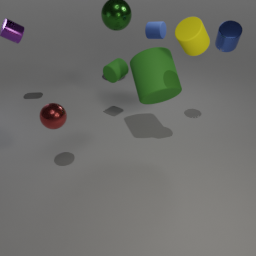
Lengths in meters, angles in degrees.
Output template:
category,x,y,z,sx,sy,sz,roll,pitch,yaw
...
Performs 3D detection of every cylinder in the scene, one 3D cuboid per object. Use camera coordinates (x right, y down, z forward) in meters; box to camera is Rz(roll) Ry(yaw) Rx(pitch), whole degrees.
category,x,y,z,sx,sy,sz,roll,pitch,yaw
cylinder,-0.453,-2.136,10.398,0.700,0.700,0.700,23,48,33
cylinder,1.633,-2.307,7.089,0.700,0.700,0.700,27,-4,37
cylinder,1.198,-4.199,12.051,0.700,0.700,0.700,10,32,29
cylinder,0.888,-1.659,9.090,1.400,1.400,1.400,-13,-12,-3
cylinder,-4.428,-3.693,10.691,0.700,0.700,0.700,19,17,-36
cylinder,3.166,-2.885,8.848,0.700,0.700,0.700,-2,68,6

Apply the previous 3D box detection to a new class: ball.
category,x,y,z,sx,sy,sz,roll,pitch,yaw
ball,-0.529,-5.198,12.844,1.400,1.400,1.400,0,31,0
ball,-1.971,-0.311,7.394,0.700,0.700,0.700,0,31,0
